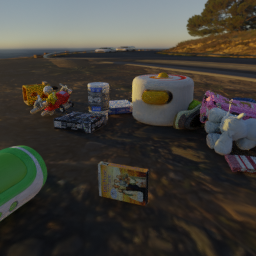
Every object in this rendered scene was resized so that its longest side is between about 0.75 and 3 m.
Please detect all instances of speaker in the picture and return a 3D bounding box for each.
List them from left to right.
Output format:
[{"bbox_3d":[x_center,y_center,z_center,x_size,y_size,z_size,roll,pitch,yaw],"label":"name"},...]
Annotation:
[{"bbox_3d":[-2.458,1.131,4.448,1.123,1.123,2.540,7,19,22],"label":"speaker"}]

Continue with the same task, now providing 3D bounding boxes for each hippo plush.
[{"bbox_3d":[2.987,-0.043,7.666,1.289,1.604,1.277,3,37,-19],"label":"hippo plush"}]

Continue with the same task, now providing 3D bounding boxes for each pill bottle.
[{"bbox_3d":[-1.099,-0.980,10.556,0.790,1.389,0.790,0,17,0],"label":"pill bottle"}]

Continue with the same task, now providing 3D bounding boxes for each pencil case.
[{"bbox_3d":[3.519,-0.394,8.562,2.557,1.059,1.106,14,37,1],"label":"pencil case"}]

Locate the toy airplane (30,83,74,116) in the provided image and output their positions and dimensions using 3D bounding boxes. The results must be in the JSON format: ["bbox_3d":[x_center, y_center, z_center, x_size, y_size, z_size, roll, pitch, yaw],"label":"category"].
[{"bbox_3d":[-2.926,-1.089,10.832,1.577,1.118,1.584,-26,15,2],"label":"toy airplane"}]

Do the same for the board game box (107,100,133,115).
[{"bbox_3d":[-0.515,-0.908,12.096,1.428,0.310,1.421,-6,19,-17],"label":"board game box"}]

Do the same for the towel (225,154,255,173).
[{"bbox_3d":[3.064,0.885,6.790,1.247,0.142,0.899,4,16,8],"label":"towel"}]

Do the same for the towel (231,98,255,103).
[{"bbox_3d":[4.682,-0.934,11.876,1.147,0.499,2.055,10,20,30],"label":"towel"}]

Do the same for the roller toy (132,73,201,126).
[{"bbox_3d":[1.278,-1.199,10.599,2.526,1.765,2.305,-10,20,-27],"label":"roller toy"}]

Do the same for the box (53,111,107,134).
[{"bbox_3d":[-1.670,-0.229,9.864,1.490,0.371,1.175,7,19,20],"label":"box"}]

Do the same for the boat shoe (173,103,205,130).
[{"bbox_3d":[2.468,-0.328,9.636,2.202,0.787,0.724,-16,31,-39],"label":"boat shoe"}]

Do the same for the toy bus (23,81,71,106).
[{"bbox_3d":[-3.969,-1.668,13.299,1.891,1.035,2.004,4,18,12],"label":"toy bus"}]

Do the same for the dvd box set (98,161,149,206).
[{"bbox_3d":[-0.097,1.047,5.311,0.981,0.718,0.144,8,20,21],"label":"dvd box set"}]
